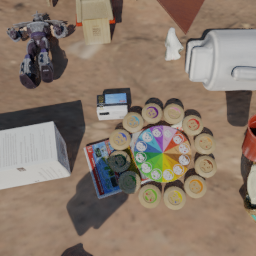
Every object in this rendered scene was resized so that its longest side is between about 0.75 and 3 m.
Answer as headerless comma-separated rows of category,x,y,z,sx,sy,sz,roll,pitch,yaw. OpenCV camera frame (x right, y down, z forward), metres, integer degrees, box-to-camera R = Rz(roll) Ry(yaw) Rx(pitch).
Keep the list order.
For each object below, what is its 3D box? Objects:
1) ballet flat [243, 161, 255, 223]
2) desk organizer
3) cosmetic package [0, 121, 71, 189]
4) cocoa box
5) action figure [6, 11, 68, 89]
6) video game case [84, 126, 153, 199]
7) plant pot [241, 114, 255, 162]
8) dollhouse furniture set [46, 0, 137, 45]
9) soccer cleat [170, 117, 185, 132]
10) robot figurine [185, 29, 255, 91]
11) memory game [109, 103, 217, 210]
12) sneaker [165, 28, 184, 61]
ballet flat,3.191,0.818,6.306,0.897,0.969,2.748,30,63,-25
desk organizer,1.112,-3.425,5.755,1.044,1.120,2.910,16,61,-6
cosmetic package,-2.635,0.713,6.222,2.387,1.347,0.968,-12,66,-4
cocoa box,-0.407,-0.546,7.214,0.764,0.510,0.501,-4,66,-2
action figure,-2.504,-2.395,7.858,1.671,0.891,2.568,-11,63,3
video game case,-0.021,0.801,6.813,1.834,0.160,1.311,-17,68,-8
plant pot,2.553,0.232,5.325,0.756,0.735,0.756,-1,51,1
dollhouse furniture set,-1.093,-4.040,8.519,2.862,1.474,2.831,-6,55,-3
soccer cleat,1.379,-0.086,7.173,0.809,0.280,0.314,-19,46,-5
robot figurine,2.869,-1.731,7.189,2.684,1.516,2.276,0,36,0
memory game,0.838,0.603,6.673,2.650,0.169,2.650,0,71,-1
sneaker,1.352,-2.417,8.149,0.528,0.414,1.064,6,75,-5
